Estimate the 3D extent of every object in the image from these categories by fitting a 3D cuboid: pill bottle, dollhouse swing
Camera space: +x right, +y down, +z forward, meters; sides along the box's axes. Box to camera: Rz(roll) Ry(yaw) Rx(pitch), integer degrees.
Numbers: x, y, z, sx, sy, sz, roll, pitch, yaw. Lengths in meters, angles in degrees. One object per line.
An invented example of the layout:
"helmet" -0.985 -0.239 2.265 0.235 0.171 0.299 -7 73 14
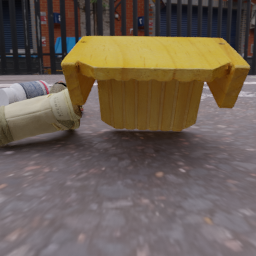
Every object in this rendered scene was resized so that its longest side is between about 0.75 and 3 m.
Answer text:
"pill bottle" -3.101 -0.961 8.432 0.818 0.818 1.369 10 19 38
"dollhouse swing" 0.407 -0.431 5.358 2.657 2.336 2.415 2 31 2

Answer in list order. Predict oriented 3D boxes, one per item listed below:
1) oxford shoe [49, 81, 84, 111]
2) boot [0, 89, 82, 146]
"oxford shoe" -1.937 -0.978 8.893 0.975 1.035 2.768 -5 9 -9
"boot" -1.960 -0.176 6.038 1.797 0.842 2.312 -18 1 -13
